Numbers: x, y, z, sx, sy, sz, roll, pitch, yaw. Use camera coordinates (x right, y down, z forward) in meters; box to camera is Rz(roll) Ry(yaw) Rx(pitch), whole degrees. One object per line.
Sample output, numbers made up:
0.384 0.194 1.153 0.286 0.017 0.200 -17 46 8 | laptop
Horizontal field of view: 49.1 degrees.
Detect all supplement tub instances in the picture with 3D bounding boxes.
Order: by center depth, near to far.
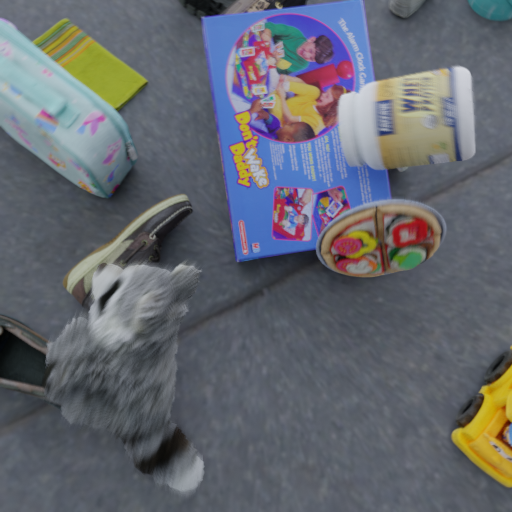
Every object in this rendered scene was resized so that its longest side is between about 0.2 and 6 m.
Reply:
2.173 -1.918 8.059 1.763 1.273 1.273 -4 69 21 | supplement tub

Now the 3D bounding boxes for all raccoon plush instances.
-1.141 1.529 7.542 2.268 3.386 1.638 -28 29 29 | raccoon plush

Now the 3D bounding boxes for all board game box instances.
0.681 -2.009 9.292 2.627 0.875 3.907 -8 90 -3 | board game box

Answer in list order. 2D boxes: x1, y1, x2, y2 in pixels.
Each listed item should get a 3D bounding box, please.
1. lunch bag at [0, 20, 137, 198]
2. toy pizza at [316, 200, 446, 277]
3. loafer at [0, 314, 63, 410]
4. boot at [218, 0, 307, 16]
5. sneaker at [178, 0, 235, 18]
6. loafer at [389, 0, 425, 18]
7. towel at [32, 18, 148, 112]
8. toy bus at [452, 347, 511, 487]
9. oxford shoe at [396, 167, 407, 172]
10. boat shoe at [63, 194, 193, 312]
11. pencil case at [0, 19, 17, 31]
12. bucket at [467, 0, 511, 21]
-3.319 -2.330 9.138 3.016 2.419 1.163 36 76 4 | lunch bag
1.917 -0.142 8.592 1.982 1.982 0.314 -3 56 -1 | toy pizza
-3.876 1.508 8.660 3.208 1.009 1.153 18 72 6 | loafer
0.770 -4.157 10.191 2.683 0.982 2.020 -38 103 -5 | boot
-0.645 -5.156 11.113 2.606 0.983 1.033 38 65 3 | sneaker
3.468 -5.713 11.301 0.741 0.739 2.118 34 74 11 | loafer
-3.275 -3.731 10.904 2.307 0.208 0.993 38 76 12 | towel
4.001 2.224 7.957 1.353 1.915 1.994 40 77 11 | toy bus
1.998 -2.439 10.203 0.671 0.873 2.323 -34 76 16 | oxford shoe
-1.979 -0.031 9.329 2.501 0.916 0.811 -39 82 -4 | boat shoe
-4.926 -3.647 10.572 0.761 0.776 1.814 -2 72 -11 | pencil case
4.923 -5.442 11.141 1.349 0.878 1.349 0 72 0 | bucket
